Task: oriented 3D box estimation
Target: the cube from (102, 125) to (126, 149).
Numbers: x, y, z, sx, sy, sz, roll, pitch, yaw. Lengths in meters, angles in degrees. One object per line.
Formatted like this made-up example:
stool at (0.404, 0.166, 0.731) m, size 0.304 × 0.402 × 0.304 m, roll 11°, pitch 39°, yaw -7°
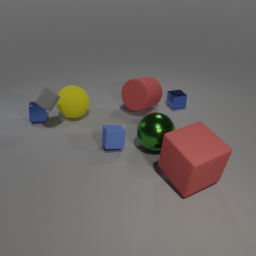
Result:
cube at (-0.531, 0.319, 10.164) m, size 0.700 × 0.700 × 0.700 m, roll 1°, pitch 17°, yaw -17°

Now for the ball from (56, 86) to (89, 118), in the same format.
ball at (-2.388, -1.126, 12.112) m, size 1.400 × 1.400 × 1.400 m, roll 0°, pitch 31°, yaw 0°

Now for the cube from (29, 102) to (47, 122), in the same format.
cube at (-3.849, -0.705, 11.986) m, size 0.700 × 0.700 × 0.700 m, roll -2°, pitch 21°, yaw -16°

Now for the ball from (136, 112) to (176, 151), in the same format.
ball at (1.003, 0.137, 10.043) m, size 1.400 × 1.400 × 1.400 m, roll 0°, pitch 31°, yaw 0°

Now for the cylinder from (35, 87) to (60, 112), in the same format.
cylinder at (-3.078, -1.103, 10.776) m, size 0.700 × 0.700 × 0.700 m, roll 34°, pitch 1°, yaw -1°

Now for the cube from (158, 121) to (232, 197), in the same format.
cube at (1.916, 0.889, 8.291) m, size 1.400 × 1.400 × 1.400 m, roll -18°, pitch 46°, yaw -24°

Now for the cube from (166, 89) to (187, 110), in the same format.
cube at (2.289, -1.339, 13.212) m, size 0.700 × 0.700 × 0.700 m, roll -10°, pitch 32°, yaw -16°

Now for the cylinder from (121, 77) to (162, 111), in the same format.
cylinder at (0.639, -1.560, 12.631) m, size 1.400 × 1.400 × 1.400 m, roll 18°, pitch 22°, yaw 28°
